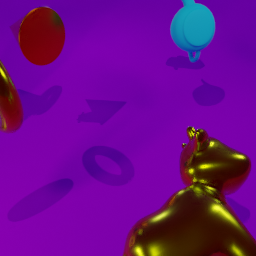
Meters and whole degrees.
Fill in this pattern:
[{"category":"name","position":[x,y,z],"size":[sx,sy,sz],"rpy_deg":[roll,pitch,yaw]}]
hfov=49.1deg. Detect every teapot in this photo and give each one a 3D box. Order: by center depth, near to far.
[{"category":"teapot","position":[1.417,-2.340,6.449],"size":[1.040,1.673,0.819],"rpy_deg":[-19,21,-14]}]

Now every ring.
[{"category":"ring","position":[-1.961,-0.595,3.866],"size":[1.509,1.509,0.302],"rpy_deg":[35,52,27]}]

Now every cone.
[{"category":"cone","position":[-2.108,-1.988,5.798],"size":[1.135,1.131,1.131],"rpy_deg":[24,52,29]}]

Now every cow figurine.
[{"category":"cow figurine","position":[0.629,0.859,2.914],"size":[1.691,0.928,1.664],"rpy_deg":[-19,57,-14]}]
